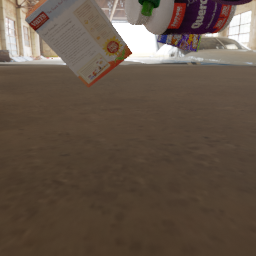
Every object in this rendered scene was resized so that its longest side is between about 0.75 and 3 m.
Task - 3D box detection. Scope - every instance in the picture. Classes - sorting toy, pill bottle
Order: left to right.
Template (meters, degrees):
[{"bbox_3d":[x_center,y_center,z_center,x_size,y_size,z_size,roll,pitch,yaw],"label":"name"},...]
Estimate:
[{"bbox_3d":[1.216,-2.896,6.569,2.424,1.363,1.363,-8,17,-20],"label":"pill bottle"},{"bbox_3d":[0.695,-1.971,3.306,2.678,1.099,1.609,13,3,-33],"label":"sorting toy"}]

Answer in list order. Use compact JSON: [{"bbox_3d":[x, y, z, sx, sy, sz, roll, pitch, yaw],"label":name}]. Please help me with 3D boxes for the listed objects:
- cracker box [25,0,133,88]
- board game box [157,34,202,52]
[{"bbox_3d":[-1.012,-2.061,6.137,1.350,2.015,0.581,-35,38,11],"label":"cracker box"},{"bbox_3d":[2.037,-4.044,9.884,1.592,2.368,0.530,4,15,-35],"label":"board game box"}]
